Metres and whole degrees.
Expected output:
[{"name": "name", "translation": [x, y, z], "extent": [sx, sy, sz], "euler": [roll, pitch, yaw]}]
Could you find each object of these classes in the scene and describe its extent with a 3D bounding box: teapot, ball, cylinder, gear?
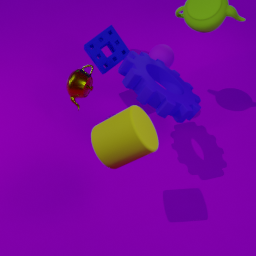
[{"name": "teapot", "translation": [2.082, -2.962, 7.242], "extent": [1.799, 0.881, 1.119], "euler": [13, 84, 25]}, {"name": "ball", "translation": [0.917, -1.928, 7.676], "extent": [0.705, 0.705, 0.705], "euler": [0, 53, 0]}, {"name": "cylinder", "translation": [-0.051, 0.177, 5.072], "extent": [0.894, 0.894, 0.894], "euler": [-27, 50, 24]}, {"name": "teapot", "translation": [-1.278, -1.134, 7.659], "extent": [0.655, 0.831, 1.337], "euler": [20, 84, 8]}, {"name": "gear", "translation": [0.754, -0.982, 6.435], "extent": [2.032, 0.376, 2.032], "euler": [26, 33, -18]}]

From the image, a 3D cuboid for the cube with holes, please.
[{"name": "cube with holes", "translation": [-0.610, -2.204, 8.042], "extent": [0.933, 0.933, 0.933], "euler": [-37, 103, -2]}]
